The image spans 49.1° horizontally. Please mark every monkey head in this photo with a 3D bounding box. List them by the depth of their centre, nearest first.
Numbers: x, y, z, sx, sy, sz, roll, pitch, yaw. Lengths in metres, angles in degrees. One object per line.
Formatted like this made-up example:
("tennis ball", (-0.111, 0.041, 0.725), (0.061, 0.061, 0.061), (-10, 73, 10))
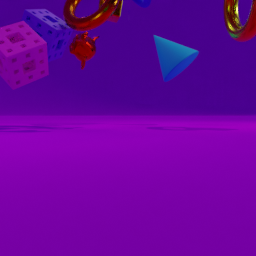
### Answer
("monkey head", (-1.608, -3.126, 10.718), (0.989, 1.641, 1.180), (32, -22, -27))

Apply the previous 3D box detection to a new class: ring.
("ring", (3.098, -3.357, 7.427), (0.413, 2.066, 2.066), (-5, 3, -5))
("ring", (-1.130, -3.763, 8.461), (1.920, 1.920, 0.384), (1, -20, 26))

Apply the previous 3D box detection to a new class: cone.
("cone", (1.482, -2.884, 10.512), (1.623, 1.630, 1.623), (-38, -8, -6))

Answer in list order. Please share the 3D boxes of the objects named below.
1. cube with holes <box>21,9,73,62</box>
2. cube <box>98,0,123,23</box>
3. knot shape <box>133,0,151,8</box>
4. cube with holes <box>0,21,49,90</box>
("cube with holes", (-2.638, -2.929, 8.870), (1.134, 1.134, 1.134), (33, 28, 1))
("cube", (-0.601, -3.981, 9.212), (0.711, 0.711, 0.711), (9, 4, -11))
("knot shape", (0.225, -3.955, 7.539), (1.458, 0.674, 1.364), (21, -26, -36))
("cube with holes", (-2.781, -1.847, 7.099), (1.044, 1.044, 1.044), (-33, 66, -31))
